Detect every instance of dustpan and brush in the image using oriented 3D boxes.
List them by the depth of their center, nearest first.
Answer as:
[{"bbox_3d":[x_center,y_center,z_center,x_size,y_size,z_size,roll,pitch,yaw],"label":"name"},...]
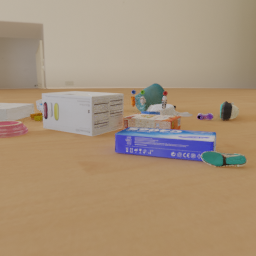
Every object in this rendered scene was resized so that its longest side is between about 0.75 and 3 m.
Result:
[{"bbox_3d":[2.204,-0.842,14.599,2.263,0.648,1.579,-4,17,15],"label":"dustpan and brush"}]

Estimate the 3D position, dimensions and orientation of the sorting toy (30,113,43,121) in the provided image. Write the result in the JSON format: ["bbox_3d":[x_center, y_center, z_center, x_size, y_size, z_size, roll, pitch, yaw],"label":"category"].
[{"bbox_3d":[-3.190,-0.772,13.746,2.895,0.388,2.157,-10,18,-27],"label":"sorting toy"}]

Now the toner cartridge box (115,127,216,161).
[{"bbox_3d":[1.057,0.393,7.758,2.605,0.562,1.237,4,11,19],"label":"toner cartridge box"}]

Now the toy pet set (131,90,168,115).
[{"bbox_3d":[0.869,-0.920,12.169,1.641,1.532,0.872,2,2,11],"label":"toy pet set"}]

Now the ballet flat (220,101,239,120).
[{"bbox_3d":[5.010,-0.888,13.828,0.945,0.945,2.588,4,9,18],"label":"ballet flat"}]

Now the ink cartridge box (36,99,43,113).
[{"bbox_3d":[-3.655,-1.181,13.648,1.365,0.463,0.792,-25,44,-37],"label":"ink cartridge box"}]

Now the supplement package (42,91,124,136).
[{"bbox_3d":[-1.755,-0.663,11.000,2.550,1.414,1.986,7,13,32],"label":"supplement package"}]

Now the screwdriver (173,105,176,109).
[{"bbox_3d":[2.057,-1.227,17.279,1.887,0.263,0.274,-4,-17,-13],"label":"screwdriver"}]

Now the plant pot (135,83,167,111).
[{"bbox_3d":[1.245,-1.680,16.613,1.474,1.569,1.569,-24,21,-28],"label":"plant pot"}]

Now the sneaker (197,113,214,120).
[{"bbox_3d":[3.655,-0.521,13.379,0.834,0.335,0.369,4,17,41],"label":"sneaker"}]

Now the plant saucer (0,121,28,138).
[{"bbox_3d":[-4.498,0.011,10.270,1.564,0.396,1.564,-1,11,0],"label":"plant saucer"}]

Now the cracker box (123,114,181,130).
[{"bbox_3d":[0.942,-0.186,10.842,1.929,0.556,1.292,4,11,25],"label":"cracker box"}]

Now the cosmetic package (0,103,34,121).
[{"bbox_3d":[-6.103,-0.788,13.687,1.990,0.682,2.640,0,10,9],"label":"cosmetic package"}]

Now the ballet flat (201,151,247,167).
[{"bbox_3d":[2.249,0.769,6.615,1.047,0.396,0.335,6,-18,11],"label":"ballet flat"}]
